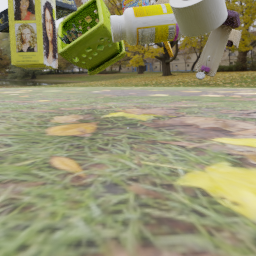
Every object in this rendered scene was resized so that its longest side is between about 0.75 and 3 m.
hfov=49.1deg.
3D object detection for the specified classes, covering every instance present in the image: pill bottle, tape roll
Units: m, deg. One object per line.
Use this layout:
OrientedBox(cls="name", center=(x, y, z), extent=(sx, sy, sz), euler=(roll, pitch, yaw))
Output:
OrientedBox(cls="pill bottle", center=(0.548, -3.133, 8.549), extent=(2.113, 1.102, 1.102), euler=(-8, 11, -4))
OrientedBox(cls="tape roll", center=(1.725, -2.941, 6.848), extent=(1.221, 0.838, 1.221), euler=(-19, 42, 18))

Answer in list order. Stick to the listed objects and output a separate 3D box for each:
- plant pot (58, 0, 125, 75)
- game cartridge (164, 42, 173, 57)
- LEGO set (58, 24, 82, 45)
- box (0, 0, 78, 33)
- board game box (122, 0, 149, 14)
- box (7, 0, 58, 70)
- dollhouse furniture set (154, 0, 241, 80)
OrientedBox(cls="plant pot", center=(-1.359, -3.537, 11.240), extent=(2.151, 2.162, 1.961), euler=(-27, -40, 21))
OrientedBox(cls="game cartridge", center=(1.587, -3.674, 11.809), extent=(0.194, 1.056, 1.197), euler=(-24, 36, 14))
OrientedBox(cls="LEGO set", center=(-1.967, -3.394, 10.684), extent=(1.398, 0.908, 0.396), euler=(19, -8, -21))
OrientedBox(cls="box", center=(-2.845, -3.555, 8.696), extent=(2.085, 0.532, 1.644), euler=(-15, 11, 21))
OrientedBox(cls="board game box", center=(0.271, -4.204, 10.142), extent=(0.316, 1.109, 1.132), euler=(-5, 3, -38))
OrientedBox(cls="box", center=(-2.015, -2.750, 5.940), extent=(0.727, 2.901, 1.092), euler=(-1, 8, 1))
OrientedBox(cls="dollhouse furniture set", center=(2.094, -2.942, 9.848), extent=(2.975, 2.111, 2.357), euler=(25, 11, 23))
